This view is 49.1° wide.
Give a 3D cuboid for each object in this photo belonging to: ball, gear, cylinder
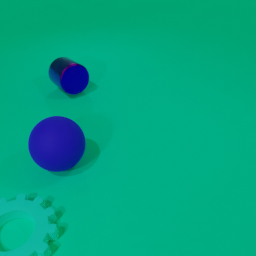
[{"bbox_3d":[-1.543,0.344,6.132,1.220,1.220,1.220,0,39,0],"label":"ball"},{"bbox_3d":[-2.043,1.883,4.991,1.527,0.282,1.527,0,39,0],"label":"gear"},{"bbox_3d":[-1.826,-1.620,8.632,0.952,0.952,0.952,-25,38,-27],"label":"cylinder"}]
